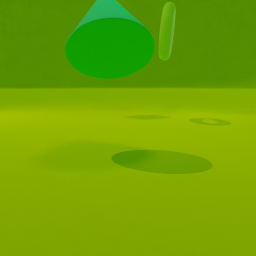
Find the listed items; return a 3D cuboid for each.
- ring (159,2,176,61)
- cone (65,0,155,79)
[{"bbox_3d":[1.398,-3.418,9.986,0.396,1.979,1.979,7,10,9],"label":"ring"},{"bbox_3d":[-0.381,-2.020,5.247,1.567,1.573,1.567,-5,-25,-3],"label":"cone"}]
